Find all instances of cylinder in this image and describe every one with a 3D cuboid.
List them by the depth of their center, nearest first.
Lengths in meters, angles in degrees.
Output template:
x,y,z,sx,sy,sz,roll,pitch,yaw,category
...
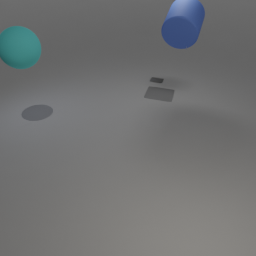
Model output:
x,y,z,sx,sy,sz,roll,pitch,yaw,category
2.127,-4.024,10.749,1.400,1.400,1.400,11,56,18,cylinder

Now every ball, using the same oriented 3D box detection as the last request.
x,y,z,sx,sy,sz,roll,pitch,yaw,category
-3.660,-2.701,9.452,1.400,1.400,1.400,0,31,0,ball
